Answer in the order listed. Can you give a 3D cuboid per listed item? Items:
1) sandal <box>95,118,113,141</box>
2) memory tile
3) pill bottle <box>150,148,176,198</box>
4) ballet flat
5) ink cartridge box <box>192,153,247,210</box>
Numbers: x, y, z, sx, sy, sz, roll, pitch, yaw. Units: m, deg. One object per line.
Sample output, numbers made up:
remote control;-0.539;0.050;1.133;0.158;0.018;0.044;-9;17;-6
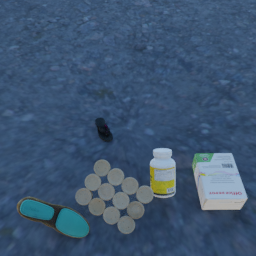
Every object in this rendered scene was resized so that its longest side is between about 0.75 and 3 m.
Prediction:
sandal;-0.704;0.007;7.841;0.356;0.227;0.948;-16;49;-18
memory tile;-0.294;1.415;5.829;1.424;0.120;1.092;30;84;11
pill bottle;0.769;0.980;6.203;0.563;1.005;0.563;-2;8;0
ballet flat;-1.528;1.809;5.747;1.553;0.562;0.527;26;73;-21
ink cartridge box;2.058;1.214;6.452;0.904;0.524;1.248;0;46;-1
